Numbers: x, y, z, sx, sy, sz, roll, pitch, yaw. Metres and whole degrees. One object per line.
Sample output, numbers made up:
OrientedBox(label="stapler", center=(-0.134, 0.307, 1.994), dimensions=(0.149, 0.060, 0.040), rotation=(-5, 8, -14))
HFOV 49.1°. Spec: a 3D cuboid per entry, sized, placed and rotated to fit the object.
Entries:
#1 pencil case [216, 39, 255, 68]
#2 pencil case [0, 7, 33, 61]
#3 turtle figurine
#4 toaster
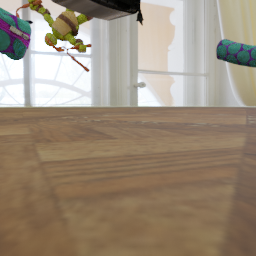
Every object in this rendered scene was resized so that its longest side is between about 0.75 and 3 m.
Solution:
OrientedBox(label="pencil case", center=(2.615, -1.731, 6.430), dimensions=(0.510, 0.553, 1.198), rotation=(31, 1, -42))
OrientedBox(label="pencil case", center=(-2.031, -1.521, 3.734), dimensions=(0.723, 0.665, 1.563), rotation=(9, -8, 32))
OrientedBox(label="turtle figurine", center=(-1.668, -3.116, 8.435), dimensions=(2.925, 2.359, 0.942), rotation=(41, -9, 8))
OrientedBox(label="toaster", center=(-0.591, -3.262, 5.833), dimensions=(1.781, 1.970, 1.169), rotation=(2, 5, -36))
